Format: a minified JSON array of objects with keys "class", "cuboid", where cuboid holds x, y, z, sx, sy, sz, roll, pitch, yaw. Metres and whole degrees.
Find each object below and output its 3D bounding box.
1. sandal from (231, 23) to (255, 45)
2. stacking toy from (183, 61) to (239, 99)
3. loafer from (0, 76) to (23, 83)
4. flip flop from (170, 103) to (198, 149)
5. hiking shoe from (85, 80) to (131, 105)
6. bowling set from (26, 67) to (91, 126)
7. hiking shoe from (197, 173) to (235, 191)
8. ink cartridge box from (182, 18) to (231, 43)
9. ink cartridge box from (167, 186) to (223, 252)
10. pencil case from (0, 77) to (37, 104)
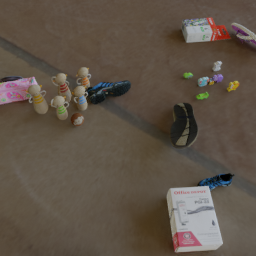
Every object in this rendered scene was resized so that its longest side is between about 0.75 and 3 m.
[{"class":"sandal","cuboid":[5.429,-4.077,12.763,0.536,0.888,2.181,-49,60,16]},{"class":"stacking toy","cuboid":[3.328,-1.947,11.322,1.832,0.430,1.381,-16,56,-11]},{"class":"loafer","cuboid":[-4.945,-1.656,11.101,1.660,0.597,0.523,-8,73,1]},{"class":"flip flop","cuboid":[1.927,-0.054,9.872,0.942,0.669,2.322,2,39,6]},{"class":"hiking shoe","cuboid":[-0.751,-1.585,10.909,1.762,0.656,0.764,-20,58,-14]},{"class":"bowling set","cuboid":[-2.069,-1.084,10.104,2.552,1.370,1.776,-34,60,-22]},{"class":"hiking shoe","cuboid":[2.691,1.621,8.668,1.124,0.487,0.418,-13,50,-8]},{"class":"ink cartridge box","cuboid":[3.695,-4.644,13.183,2.129,0.536,1.160,-5,54,-1]},{"class":"ink cartridge box","cuboid":[1.808,2.538,7.900,1.205,0.681,1.645,-3,54,-2]},{"class":"pencil case","cuboid":[-4.394,-1.403,10.667,1.891,0.827,0.827,-12,55,-12]}]
